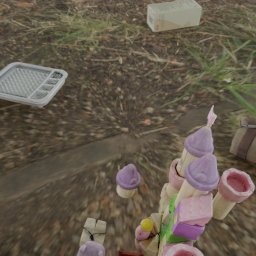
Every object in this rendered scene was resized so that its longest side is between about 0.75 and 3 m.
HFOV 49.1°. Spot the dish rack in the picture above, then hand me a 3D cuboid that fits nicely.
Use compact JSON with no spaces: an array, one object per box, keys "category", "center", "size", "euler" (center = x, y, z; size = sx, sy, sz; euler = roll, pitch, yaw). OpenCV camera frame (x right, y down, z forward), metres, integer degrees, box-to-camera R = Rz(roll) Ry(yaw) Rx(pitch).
[{"category":"dish rack","center":[-2.933,-1.252,8.232],"size":[1.978,0.431,1.697],"euler":[13,44,9]}]

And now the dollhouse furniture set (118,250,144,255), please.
[{"category":"dollhouse furniture set","center":[-0.471,2.460,4.613],"size":[1.395,0.567,0.751],"euler":[4,46,4]}]

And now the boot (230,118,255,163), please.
[{"category":"boot","center":[3.169,0.640,6.365],"size":[1.621,0.779,2.218],"euler":[13,47,22]}]

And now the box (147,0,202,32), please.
[{"category":"box","center":[1.846,-4.549,11.290],"size":[1.988,0.773,0.944],"euler":[-11,47,-11]}]

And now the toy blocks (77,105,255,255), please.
[{"category":"toy blocks","center":[0.735,1.245,4.246],"size":[2.748,2.313,2.568],"euler":[15,43,3]}]
